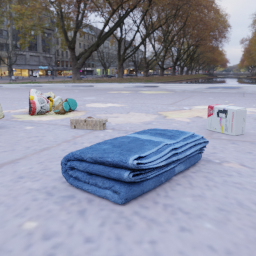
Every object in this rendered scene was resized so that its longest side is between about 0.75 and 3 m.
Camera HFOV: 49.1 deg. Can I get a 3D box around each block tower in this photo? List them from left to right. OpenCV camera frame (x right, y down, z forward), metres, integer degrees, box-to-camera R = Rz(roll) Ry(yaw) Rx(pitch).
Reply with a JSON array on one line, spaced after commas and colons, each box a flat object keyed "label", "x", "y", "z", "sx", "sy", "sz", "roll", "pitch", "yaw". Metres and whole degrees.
[{"label": "block tower", "x": -1.196, "y": -0.130, "z": 8.412, "sx": 1.148, "sy": 0.332, "sz": 0.310, "roll": 1, "pitch": 11, "yaw": 16}]

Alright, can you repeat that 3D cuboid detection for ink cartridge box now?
[{"label": "ink cartridge box", "x": 2.745, "y": -0.245, "z": 7.868, "sx": 0.421, "sy": 0.741, "sz": 1.017, "roll": -7, "pitch": 13, "yaw": -30}]

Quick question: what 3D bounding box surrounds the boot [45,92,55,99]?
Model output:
[{"label": "boot", "x": -4.981, "y": -1.804, "z": 16.406, "sx": 1.169, "sy": 0.547, "sz": 1.504, "roll": -5, "pitch": 16, "yaw": -26}]

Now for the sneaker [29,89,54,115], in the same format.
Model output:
[{"label": "sneaker", "x": -3.715, "y": -1.048, "z": 11.938, "sx": 0.992, "sy": 0.939, "sz": 2.414, "roll": 1, "pitch": 20, "yaw": -20}]

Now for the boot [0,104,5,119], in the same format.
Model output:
[{"label": "boot", "x": -4.500, "y": -0.782, "z": 7.831, "sx": 0.676, "sy": 1.443, "sz": 1.856, "roll": 5, "pitch": 17, "yaw": 41}]

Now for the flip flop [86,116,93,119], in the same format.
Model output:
[{"label": "flip flop", "x": -1.287, "y": -0.225, "z": 8.880, "sx": 1.085, "sy": 0.312, "sz": 0.440, "roll": 5, "pitch": 12, "yaw": 24}]

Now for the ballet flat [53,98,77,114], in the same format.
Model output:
[{"label": "ballet flat", "x": -2.706, "y": -0.882, "z": 11.892, "sx": 0.658, "sy": 0.617, "sz": 1.818, "roll": -18, "pitch": 13, "yaw": 10}]

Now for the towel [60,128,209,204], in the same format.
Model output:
[{"label": "towel", "x": 0.232, "y": 0.429, "z": 4.747, "sx": 1.427, "sy": 0.620, "sz": 2.556, "roll": 7, "pitch": 13, "yaw": 36}]

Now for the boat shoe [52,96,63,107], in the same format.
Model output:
[{"label": "boat shoe", "x": -3.451, "y": -1.200, "z": 13.722, "sx": 0.439, "sy": 0.509, "sz": 1.414, "roll": 22, "pitch": 17, "yaw": 0}]
